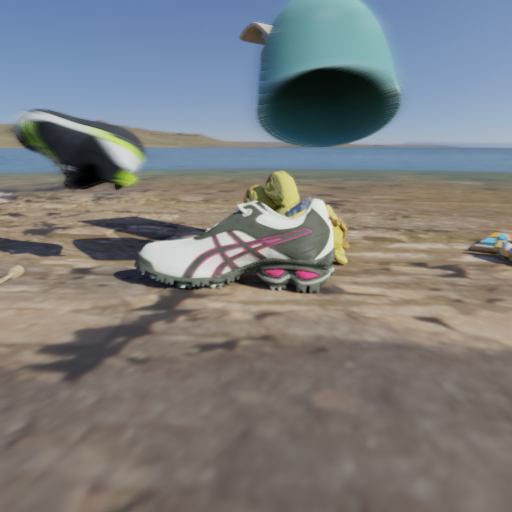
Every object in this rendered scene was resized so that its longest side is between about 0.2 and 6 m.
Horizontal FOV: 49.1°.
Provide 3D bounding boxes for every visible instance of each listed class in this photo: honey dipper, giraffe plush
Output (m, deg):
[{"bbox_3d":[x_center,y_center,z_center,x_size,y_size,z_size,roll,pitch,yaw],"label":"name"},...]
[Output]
[{"bbox_3d":[-4.154,0.375,9.284,0.183,0.183,0.962,1,15,3],"label":"honey dipper"},{"bbox_3d":[0.884,-0.536,10.693,1.708,1.817,2.106,18,-12,-37],"label":"giraffe plush"}]

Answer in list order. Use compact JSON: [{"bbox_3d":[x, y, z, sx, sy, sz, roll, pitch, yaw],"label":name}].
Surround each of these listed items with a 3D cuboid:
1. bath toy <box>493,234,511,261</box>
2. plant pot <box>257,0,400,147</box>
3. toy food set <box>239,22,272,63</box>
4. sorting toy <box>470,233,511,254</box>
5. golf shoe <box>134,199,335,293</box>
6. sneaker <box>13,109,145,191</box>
[{"bbox_3d":[5.112,-0.075,10.574,0.609,0.518,1.401,-3,13,-15],"label":"bath toy"},{"bbox_3d":[0.961,-2.717,7.968,1.956,1.570,1.956,-2,-20,-1],"label":"plant pot"},{"bbox_3d":[1.063,-3.439,10.696,1.911,0.804,2.663,-7,51,-39],"label":"toy food set"},{"bbox_3d":[5.546,-0.255,12.024,1.426,0.281,1.541,9,14,37],"label":"sorting toy"},{"bbox_3d":[-0.360,-0.218,9.100,3.263,1.437,1.260,0,12,6],"label":"golf shoe"},{"bbox_3d":[-3.258,-1.758,9.737,2.767,1.146,0.992,12,-20,23],"label":"sneaker"}]
